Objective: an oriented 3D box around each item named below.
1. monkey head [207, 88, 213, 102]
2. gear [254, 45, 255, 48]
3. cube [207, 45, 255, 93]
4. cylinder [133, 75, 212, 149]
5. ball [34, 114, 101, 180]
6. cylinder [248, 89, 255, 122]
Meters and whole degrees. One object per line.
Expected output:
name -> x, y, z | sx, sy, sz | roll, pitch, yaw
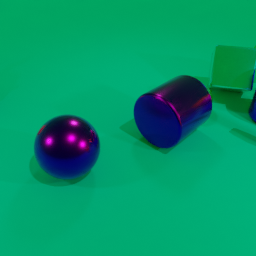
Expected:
monkey head -> 1.810, -0.752, 7.839 | 1.043, 0.873, 1.450 | -25, 25, 50
gear -> 5.125, -2.202, 9.492 | 1.950, 0.361, 1.950 | 13, 36, -10
cube -> 3.046, -1.709, 8.289 | 1.160, 1.160, 1.160 | 9, 6, 11
cylinder -> 1.076, -0.414, 6.727 | 1.379, 1.379, 1.379 | 30, 45, 33
ball -> -1.236, 0.387, 5.759 | 1.337, 1.337, 1.337 | 0, 37, 0
cylinder -> 3.980, -0.802, 7.316 | 1.275, 1.275, 1.275 | 2, 36, -1
